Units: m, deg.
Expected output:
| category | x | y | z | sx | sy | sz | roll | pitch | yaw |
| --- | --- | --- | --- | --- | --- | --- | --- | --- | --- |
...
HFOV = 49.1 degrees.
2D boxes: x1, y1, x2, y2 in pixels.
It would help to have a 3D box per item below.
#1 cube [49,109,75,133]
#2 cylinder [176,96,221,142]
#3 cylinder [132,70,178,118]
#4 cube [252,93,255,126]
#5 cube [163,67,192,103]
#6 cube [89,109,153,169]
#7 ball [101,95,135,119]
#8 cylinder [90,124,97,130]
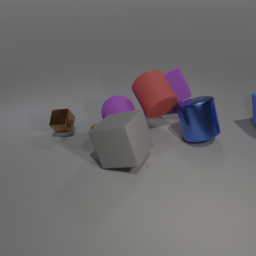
| category | x | y | z | sx | sy | sz | roll | pitch | yaw |
| --- | --- | --- | --- | --- | --- | --- | --- | --- | --- |
| cube | -2.554 | -0.275 | 10.933 | 0.700 | 0.700 | 0.700 | -4 | 64 | 14 |
| cylinder | 2.660 | -0.359 | 10.608 | 1.400 | 1.400 | 1.400 | -15 | 13 | 4 |
| cylinder | 1.052 | -1.337 | 11.154 | 1.400 | 1.400 | 1.400 | -15 | 64 | -25 |
| cube | 5.744 | -0.658 | 10.630 | 1.400 | 1.400 | 1.400 | -17 | 27 | -2 |
| cube | 2.010 | -1.857 | 12.958 | 1.400 | 1.400 | 1.400 | -24 | 4 | 17 |
| cube | -0.179 | 0.362 | 9.234 | 1.400 | 1.400 | 1.400 | -7 | 22 | 29 |
| ball | -0.396 | -0.645 | 11.523 | 1.400 | 1.400 | 1.400 | 0 | 28 | 0 |
| cylinder | -0.985 | 0.131 | 10.847 | 0.700 | 0.700 | 0.700 | -21 | 35 | -34 |
